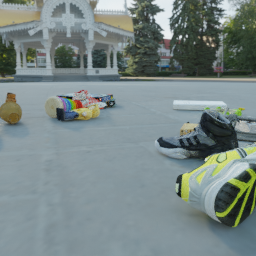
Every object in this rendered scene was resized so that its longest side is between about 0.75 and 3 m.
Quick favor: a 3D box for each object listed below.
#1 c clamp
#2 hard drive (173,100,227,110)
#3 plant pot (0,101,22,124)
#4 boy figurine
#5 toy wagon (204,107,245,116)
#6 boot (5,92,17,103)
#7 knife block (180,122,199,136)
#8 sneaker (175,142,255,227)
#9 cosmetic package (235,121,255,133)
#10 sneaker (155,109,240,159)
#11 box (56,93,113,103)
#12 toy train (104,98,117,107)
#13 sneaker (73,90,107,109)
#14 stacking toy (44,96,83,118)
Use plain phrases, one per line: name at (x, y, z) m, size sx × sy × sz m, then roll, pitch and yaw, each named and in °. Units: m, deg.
c clamp at (3.652, -0.136, 8.047) m, size 2.172 × 0.294 × 1.855 m, roll 11°, pitch 34°, yaw 33°
hard drive at (3.507, -1.124, 13.931) m, size 2.452 × 0.327 × 1.617 m, roll 2°, pitch 12°, yaw 11°
plant pot at (-4.064, -0.466, 9.815) m, size 0.778 × 0.778 × 0.835 m, roll -6°, pitch 20°, yaw -28°
boy figurine at (-1.815, -0.595, 10.823) m, size 1.758 × 0.566 × 1.093 m, roll -11°, pitch 13°, yaw -34°
toy wagon at (4.032, -0.630, 11.511) m, size 1.723 × 0.341 × 1.337 m, roll -3°, pitch 12°, yaw -19°
boot at (-4.884, -0.936, 11.327) m, size 1.287 × 0.999 × 0.493 m, roll 11°, pitch 16°, yaw 43°
knife block at (1.697, 0.085, 7.920) m, size 1.181 × 0.378 × 1.037 m, roll -6°, pitch 12°, yaw -26°
sneaker at (1.668, 0.590, 4.187) m, size 2.393 × 0.902 × 0.914 m, roll -9°, pitch 15°, yaw -42°
cosmetic package at (3.841, -0.090, 8.811) m, size 0.589 × 0.362 × 1.428 m, roll 1°, pitch 12°, yaw 0°
sneaker at (1.467, 0.119, 6.014) m, size 1.873 × 1.066 × 0.707 m, roll 7°, pitch 14°, yaw 31°
box at (-2.424, -1.646, 15.940) m, size 2.690 × 0.536 × 1.842 m, roll 4°, pitch 12°, yaw 19°
toy train at (-0.936, -1.297, 14.640) m, size 0.581 × 0.435 × 1.020 m, roll -8°, pitch 11°, yaw 6°
sneaker at (-1.840, -1.379, 13.615) m, size 1.764 × 0.945 × 0.589 m, roll -5°, pitch 13°, yaw -25°
stacking toy at (-2.589, -0.895, 11.993) m, size 0.871 × 0.871 × 2.041 m, roll 5°, pitch 6°, yaw 23°
